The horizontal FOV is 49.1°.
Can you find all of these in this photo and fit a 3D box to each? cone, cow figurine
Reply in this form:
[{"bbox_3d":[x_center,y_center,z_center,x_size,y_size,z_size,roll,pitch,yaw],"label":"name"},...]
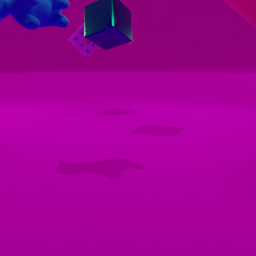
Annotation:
[{"bbox_3d":[2.054,-2.079,4.588,1.166,1.170,1.166,-22,8,3],"label":"cone"},{"bbox_3d":[-2.022,-2.338,5.438,1.433,0.787,1.410,-19,37,-42],"label":"cow figurine"}]

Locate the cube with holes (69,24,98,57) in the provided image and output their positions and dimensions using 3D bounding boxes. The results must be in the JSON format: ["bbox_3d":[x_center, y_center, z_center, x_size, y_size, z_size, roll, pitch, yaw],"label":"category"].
[{"bbox_3d":[-1.778,-3.704,11.772,0.973,0.973,0.973,44,-1,-22],"label":"cube with holes"}]

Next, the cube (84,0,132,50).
[{"bbox_3d":[-0.591,-3.145,8.454,1.051,1.051,1.051,-9,-13,31],"label":"cube"}]
